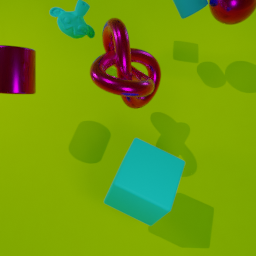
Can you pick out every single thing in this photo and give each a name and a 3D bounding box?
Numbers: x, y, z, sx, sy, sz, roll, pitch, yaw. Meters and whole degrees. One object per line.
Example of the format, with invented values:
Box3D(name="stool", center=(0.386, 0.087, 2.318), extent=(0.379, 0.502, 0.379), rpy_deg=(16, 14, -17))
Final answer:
Box3D(name="knot shape", center=(0.072, -1.220, 6.141), extent=(0.947, 1.917, 2.049), rpy_deg=(-26, 53, 26))
Box3D(name="cube", center=(0.315, 1.106, 5.666), extent=(1.119, 1.119, 1.119), rpy_deg=(26, 54, 1))
Box3D(name="monkey head", center=(-1.413, -2.946, 7.582), extent=(1.365, 0.823, 0.982), rpy_deg=(25, 104, -22))
Box3D(name="cylinder", center=(1.549, -3.313, 7.132), extent=(0.744, 0.744, 0.744), rpy_deg=(-37, 109, -12))
Box3D(name="ball", center=(2.664, -3.246, 7.090), extent=(1.197, 1.197, 1.197), rpy_deg=(0, 70, 0))
Box3D(name="cylinder", center=(-2.521, -1.247, 6.114), extent=(0.973, 0.973, 0.973), rpy_deg=(3, 99, 1))
